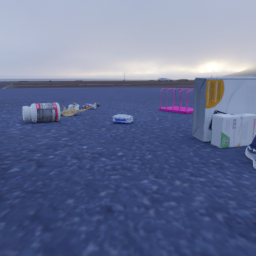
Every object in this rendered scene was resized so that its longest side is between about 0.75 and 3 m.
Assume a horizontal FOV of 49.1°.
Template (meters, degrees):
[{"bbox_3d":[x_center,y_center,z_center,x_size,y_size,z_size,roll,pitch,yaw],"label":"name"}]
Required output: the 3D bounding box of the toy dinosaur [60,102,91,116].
[{"bbox_3d":[-2.869,-0.845,14.343,2.146,0.624,1.085,-8,26,-1],"label":"toy dinosaur"}]

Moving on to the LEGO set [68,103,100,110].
[{"bbox_3d":[-2.686,-1.429,17.374,1.982,0.486,1.481,-1,14,-8],"label":"LEGO set"}]

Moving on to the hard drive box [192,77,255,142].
[{"bbox_3d":[3.407,-0.631,8.859,2.494,1.944,0.958,-2,11,-9],"label":"hard drive box"}]

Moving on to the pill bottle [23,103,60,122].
[{"bbox_3d":[-3.751,-0.662,12.133,1.485,0.822,0.822,-5,12,-26],"label":"pill bottle"}]

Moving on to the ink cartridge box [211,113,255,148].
[{"bbox_3d":[3.044,0.058,8.009,1.227,0.891,0.537,-3,11,-18],"label":"ink cartridge box"}]

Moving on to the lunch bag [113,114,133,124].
[{"bbox_3d":[-0.236,-0.374,11.969,0.864,0.327,0.693,4,13,15],"label":"lunch bag"}]

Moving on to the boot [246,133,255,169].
[{"bbox_3d":[3.121,0.411,6.507,0.594,0.738,1.633,2,11,13],"label":"boot"}]

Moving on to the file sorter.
[{"bbox_3d":[2.982,-1.591,15.875,1.431,1.292,2.060,-8,13,-39],"label":"file sorter"}]
